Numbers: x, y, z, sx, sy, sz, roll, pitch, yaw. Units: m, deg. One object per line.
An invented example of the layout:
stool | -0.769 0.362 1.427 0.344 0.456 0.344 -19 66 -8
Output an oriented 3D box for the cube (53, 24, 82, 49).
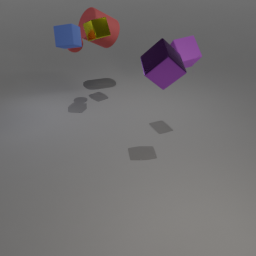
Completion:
cube | -2.099 -3.196 9.806 0.700 0.700 0.700 -2 10 14

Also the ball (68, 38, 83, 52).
ball | -2.117 -3.333 11.015 0.700 0.700 0.700 0 30 0

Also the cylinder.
cylinder | -1.340 -4.573 12.865 1.400 1.400 1.400 11 17 -42

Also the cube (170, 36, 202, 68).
cube | 1.636 -2.210 8.331 0.700 0.700 0.700 -18 -8 -17

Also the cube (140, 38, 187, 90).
cube | 0.801 -1.454 6.427 0.700 0.700 0.700 29 38 -37

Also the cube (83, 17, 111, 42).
cube | -1.217 -3.854 10.948 0.700 0.700 0.700 -27 20 -31
